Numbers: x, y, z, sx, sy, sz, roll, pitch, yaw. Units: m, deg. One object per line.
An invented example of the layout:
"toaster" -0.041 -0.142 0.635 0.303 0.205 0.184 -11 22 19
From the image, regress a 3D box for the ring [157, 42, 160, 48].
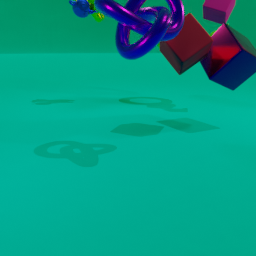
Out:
"ring" 1.897 -3.307 10.999 2.088 0.418 2.088 33 -9 6

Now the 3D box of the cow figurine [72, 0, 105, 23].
"cow figurine" -1.327 -4.652 10.322 1.503 1.479 0.825 -34 19 24

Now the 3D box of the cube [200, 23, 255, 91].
"cube" 2.723 -1.877 7.539 1.106 1.106 1.106 14 46 -35

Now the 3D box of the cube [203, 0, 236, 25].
"cube" 3.093 -4.159 9.504 0.821 0.821 0.821 26 -1 19

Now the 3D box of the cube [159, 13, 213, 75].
"cube" 1.404 -2.045 6.955 0.910 0.910 0.910 -36 -11 0

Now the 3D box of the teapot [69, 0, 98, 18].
"teapot" -1.585 -4.251 9.895 1.053 0.655 0.516 16 -5 -21

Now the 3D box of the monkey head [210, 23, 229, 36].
"monkey head" 2.987 -2.857 9.313 1.169 0.705 0.841 -39 -7 12

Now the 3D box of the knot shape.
"knot shape" 0.132 -2.055 5.151 1.602 0.791 1.712 24 58 16
